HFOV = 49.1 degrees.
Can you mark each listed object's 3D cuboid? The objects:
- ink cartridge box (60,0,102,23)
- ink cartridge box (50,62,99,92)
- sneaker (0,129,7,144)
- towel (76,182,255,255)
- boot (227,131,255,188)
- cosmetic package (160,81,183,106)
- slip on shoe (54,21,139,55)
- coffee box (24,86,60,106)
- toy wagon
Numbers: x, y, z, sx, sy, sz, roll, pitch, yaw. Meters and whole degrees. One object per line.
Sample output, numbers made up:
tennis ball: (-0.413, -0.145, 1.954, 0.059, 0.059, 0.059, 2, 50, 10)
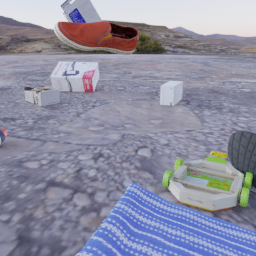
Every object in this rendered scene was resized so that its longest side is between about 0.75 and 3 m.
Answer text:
ink cartridge box: (-1.199, -2.994, 7.726, 0.793, 1.595, 0.313, -44, 51, -6)
ink cartridge box: (-2.784, -2.740, 14.925, 2.216, 0.935, 1.604, 3, 42, 7)
sneaker: (-4.084, 0.157, 7.387, 1.781, 0.667, 0.753, 11, 20, 3)
towel: (0.607, 1.336, 2.833, 2.029, 0.334, 2.803, 18, 10, 11)
boot: (3.492, 0.763, 5.307, 1.845, 0.978, 2.803, -11, 32, -39)
cosmetic package: (1.912, -1.532, 12.192, 0.626, 0.870, 1.542, 8, 17, 24)
slip on shoe: (-0.613, -2.037, 6.026, 1.951, 0.597, 0.723, 0, 56, -30)
coffee box: (-3.777, -1.429, 12.239, 0.877, 0.619, 1.552, -17, 24, -41)
toy wagon: (1.589, 0.935, 5.391, 1.455, 0.371, 1.875, 10, 20, 27)
